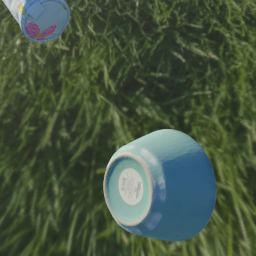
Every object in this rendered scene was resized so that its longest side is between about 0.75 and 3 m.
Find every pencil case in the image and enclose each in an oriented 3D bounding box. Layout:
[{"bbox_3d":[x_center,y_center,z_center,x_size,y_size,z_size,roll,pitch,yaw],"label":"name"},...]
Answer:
[{"bbox_3d":[-2.450,-3.278,6.393,1.166,1.273,2.806,-33,73,-10],"label":"pencil case"}]

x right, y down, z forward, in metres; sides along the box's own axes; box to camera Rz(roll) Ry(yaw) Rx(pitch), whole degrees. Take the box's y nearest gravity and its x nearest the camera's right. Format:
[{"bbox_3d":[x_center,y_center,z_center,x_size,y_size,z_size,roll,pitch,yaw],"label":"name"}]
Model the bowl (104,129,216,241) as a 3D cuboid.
[{"bbox_3d":[0.292,0.884,4.232,0.931,1.780,1.780,3,49,-43],"label":"bowl"}]
